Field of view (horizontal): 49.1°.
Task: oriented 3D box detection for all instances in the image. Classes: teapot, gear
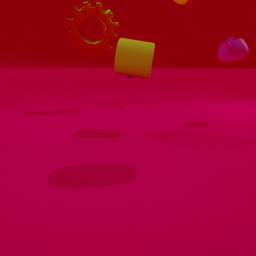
[{"bbox_3d":[3.249,-2.482,8.746,0.899,0.708,1.446,-8,6,33],"label":"teapot"},{"bbox_3d":[-1.361,-3.854,10.852,1.962,1.962,0.363,0,34,0],"label":"gear"}]

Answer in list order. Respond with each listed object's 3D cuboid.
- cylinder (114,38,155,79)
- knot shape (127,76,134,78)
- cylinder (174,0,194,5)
[{"bbox_3d":[0.183,-1.895,7.668,0.960,0.960,0.960,10,14,3],"label":"cylinder"},{"bbox_3d":[0.177,-2.862,12.277,1.148,1.227,0.567,35,-15,7],"label":"knot shape"},{"bbox_3d":[1.195,-2.817,4.755,1.035,1.035,1.035,-29,18,-5],"label":"cylinder"}]
